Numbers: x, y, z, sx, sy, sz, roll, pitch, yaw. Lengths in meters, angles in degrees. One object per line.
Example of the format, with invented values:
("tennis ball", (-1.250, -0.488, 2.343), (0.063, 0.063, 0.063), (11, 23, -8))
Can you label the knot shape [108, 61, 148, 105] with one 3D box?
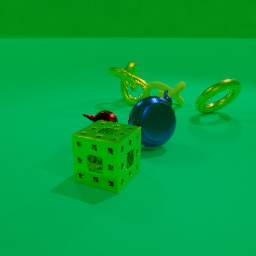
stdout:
("knot shape", (0.155, -1.795, 11.454), (0.906, 1.836, 1.962), (-34, -10, 29))

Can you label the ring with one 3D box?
("ring", (3.116, -1.065, 9.693), (1.674, 1.674, 0.335), (-9, 61, -24))

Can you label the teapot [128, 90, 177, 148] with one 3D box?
("teapot", (0.588, -0.225, 7.181), (2.072, 1.288, 1.014), (-52, 21, -12))

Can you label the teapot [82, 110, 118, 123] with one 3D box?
("teapot", (-0.702, -0.163, 7.913), (1.196, 0.744, 0.586), (20, 0, 8))

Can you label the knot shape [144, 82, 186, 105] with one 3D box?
("knot shape", (1.584, -1.350, 10.802), (1.687, 0.779, 1.579), (3, -5, -23))

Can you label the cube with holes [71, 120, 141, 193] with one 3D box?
("cube with holes", (-0.408, 0.531, 5.751), (1.023, 1.023, 1.023), (9, 22, 24))
